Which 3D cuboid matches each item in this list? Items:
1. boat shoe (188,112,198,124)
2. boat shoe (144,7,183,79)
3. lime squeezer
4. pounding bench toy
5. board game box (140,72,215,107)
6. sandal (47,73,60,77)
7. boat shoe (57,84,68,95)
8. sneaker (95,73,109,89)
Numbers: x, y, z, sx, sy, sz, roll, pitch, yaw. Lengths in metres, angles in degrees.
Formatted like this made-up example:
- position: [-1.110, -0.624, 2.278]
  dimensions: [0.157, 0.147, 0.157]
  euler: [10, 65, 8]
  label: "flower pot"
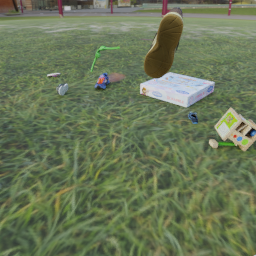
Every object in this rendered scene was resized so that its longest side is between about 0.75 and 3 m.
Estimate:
- position: [2.749, -0.476, 11.614]
  dimensions: [0.365, 0.298, 0.867]
  euler: [-5, 28, -9]
  label: "boat shoe"
- position: [1.058, -2.289, 7.807]
  dimensions: [0.813, 2.220, 0.720]
  euler: [28, 56, 1]
  label: "boat shoe"
- position: [-1.044, -2.914, 11.194]
  dimensions: [1.535, 0.542, 0.289]
  euler: [-36, 12, 18]
  label: "lime squeezer"
- position: [3.644, 0.275, 9.654]
  dimensions: [1.114, 1.428, 0.887]
  euler: [27, 24, -17]
  label: "pounding bench toy"
- position: [2.532, -2.045, 14.323]
  dimensions: [2.762, 0.568, 2.755]
  euler: [22, 35, 36]
  label: "board game box"
- position: [-4.463, -3.182, 16.948]
  dimensions: [0.863, 0.212, 0.351]
  euler: [-4, 10, 21]
  label: "sandal"
- position: [-3.435, -1.969, 14.329]
  dimensions: [0.404, 0.507, 1.340]
  euler: [3, 16, 4]
  label: "boat shoe"
- position: [-1.442, -2.569, 15.278]
  dimensions: [0.606, 0.631, 1.609]
  euler: [3, 27, 8]
  label: "sneaker"
